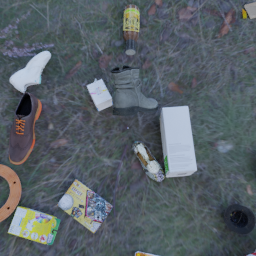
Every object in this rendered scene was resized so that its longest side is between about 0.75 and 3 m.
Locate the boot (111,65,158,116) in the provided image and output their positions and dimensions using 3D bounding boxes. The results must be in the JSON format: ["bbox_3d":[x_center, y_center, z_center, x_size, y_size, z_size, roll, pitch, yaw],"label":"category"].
[{"bbox_3d":[0.341,-1.355,9.844,0.857,2.531,1.653,7,102,33],"label":"boot"}]

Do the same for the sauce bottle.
[{"bbox_3d":[0.146,-4.236,12.137,0.718,0.718,2.219,0,74,0],"label":"sauce bottle"}]

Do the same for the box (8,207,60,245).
[{"bbox_3d":[-3.272,3.467,9.941,1.628,0.394,0.955,14,73,7],"label":"box"}]

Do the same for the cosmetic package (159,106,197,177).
[{"bbox_3d":[1.811,0.521,10.370,1.016,1.288,2.394,-5,71,0],"label":"cosmetic package"}]

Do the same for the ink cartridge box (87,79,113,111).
[{"bbox_3d":[-1.151,-1.369,11.256,0.680,0.698,1.086,-26,74,-7],"label":"ink cartridge box"}]

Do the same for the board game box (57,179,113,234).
[{"bbox_3d":[-1.549,2.825,10.178,1.709,0.296,1.157,34,76,10],"label":"board game box"}]

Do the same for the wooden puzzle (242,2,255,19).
[{"bbox_3d":[5.721,-5.356,12.785,1.159,0.135,0.782,-10,78,-3],"label":"wooden puzzle"}]

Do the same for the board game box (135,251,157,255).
[{"bbox_3d":[1.126,5.518,9.361,2.189,0.283,2.189,11,73,3],"label":"board game box"}]

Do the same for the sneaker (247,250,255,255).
[{"bbox_3d":[4.077,4.631,9.392,2.956,1.663,1.053,-22,75,24],"label":"sneaker"}]

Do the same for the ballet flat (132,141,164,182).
[{"bbox_3d":[0.741,1.229,10.508,0.644,0.644,1.790,-33,76,-10],"label":"ballet flat"}]

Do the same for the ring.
[{"bbox_3d":[-5.042,2.405,10.204,2.258,0.217,2.258,3,63,-5],"label":"ring"}]

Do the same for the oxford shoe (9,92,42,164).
[{"bbox_3d":[-4.087,-0.028,10.676,0.989,1.008,2.779,5,73,2],"label":"oxford shoe"}]

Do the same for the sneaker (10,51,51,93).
[{"bbox_3d":[-3.834,-2.279,11.611,2.025,0.762,0.896,-44,89,-5],"label":"sneaker"}]

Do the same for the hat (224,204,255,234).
[{"bbox_3d":[3.923,3.263,9.983,1.091,0.440,1.091,-2,66,4],"label":"hat"}]
